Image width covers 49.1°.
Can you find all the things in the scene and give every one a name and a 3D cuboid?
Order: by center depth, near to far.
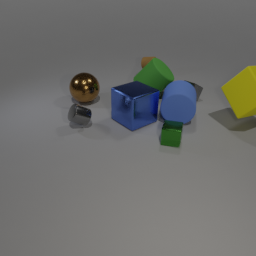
[{"bbox_3d":[1.602,0.203,10.185,0.700,0.700,0.700,8,32,13],"label":"cube"},{"bbox_3d":[4.668,-1.345,10.399,1.400,1.400,1.400,-10,69,-33],"label":"cube"},{"bbox_3d":[-1.901,-0.516,11.010,0.700,0.700,0.700,19,18,-34],"label":"cylinder"},{"bbox_3d":[0.271,-0.946,11.391,1.400,1.400,1.400,-22,37,-34],"label":"cube"},{"bbox_3d":[2.101,-1.070,11.567,1.400,1.400,1.400,6,32,10],"label":"cylinder"},{"bbox_3d":[-2.005,-1.859,12.951,1.400,1.400,1.400,0,31,0],"label":"ball"},{"bbox_3d":[2.959,-1.746,13.185,0.700,0.700,0.700,16,10,-42],"label":"cube"},{"bbox_3d":[1.212,-2.329,13.226,1.400,1.400,1.400,33,34,-26],"label":"cylinder"},{"bbox_3d":[1.185,-3.593,15.539,0.700,0.700,0.700,6,30,29],"label":"cylinder"}]
